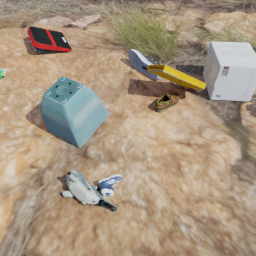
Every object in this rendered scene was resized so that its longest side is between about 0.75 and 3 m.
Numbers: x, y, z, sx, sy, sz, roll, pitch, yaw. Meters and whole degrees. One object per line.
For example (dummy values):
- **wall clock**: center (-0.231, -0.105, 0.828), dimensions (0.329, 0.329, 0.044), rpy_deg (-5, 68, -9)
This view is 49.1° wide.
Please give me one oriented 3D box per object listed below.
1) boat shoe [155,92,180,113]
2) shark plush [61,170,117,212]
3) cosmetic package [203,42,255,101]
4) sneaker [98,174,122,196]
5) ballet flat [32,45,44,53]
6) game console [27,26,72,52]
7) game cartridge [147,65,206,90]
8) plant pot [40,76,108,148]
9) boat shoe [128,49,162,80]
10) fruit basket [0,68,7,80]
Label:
- **boat shoe**: center (1.638, -1.132, 11.198), dimensions (0.517, 0.489, 1.438), rpy_deg (30, 51, 28)
- **shark plush**: center (-1.069, 1.752, 8.101), dimensions (1.845, 0.838, 0.768), rpy_deg (17, 15, 24)
- **cosmetic package**: center (4.235, -2.368, 11.637), dimensions (1.674, 1.673, 2.029), rpy_deg (2, 44, 1)
- **sneaker**: center (-0.465, 1.749, 8.332), dimensions (0.783, 0.315, 0.573), rpy_deg (-12, 57, -24)
- **ballet flat**: center (-4.753, -4.314, 14.612), dimensions (0.516, 0.516, 1.435), rpy_deg (-16, 45, -16)
- **game console**: center (-4.152, -4.649, 14.715), dimensions (1.955, 0.343, 2.211), rpy_deg (2, 39, -33)
- **game cartridge**: center (1.925, -2.034, 11.148), dimensions (1.973, 0.320, 1.739), rpy_deg (17, 7, -20)
- **plant pot**: center (-1.969, -0.727, 9.615), dimensions (1.713, 1.745, 1.709), rpy_deg (25, 62, 25)
- **boat shoe**: center (0.922, -3.021, 13.021), dimensions (0.745, 0.787, 2.250), rpy_deg (-25, 50, -31)
- **fruit basket**: center (-5.974, -2.497, 12.801), dimensions (0.819, 0.414, 0.884), rpy_deg (-10, 29, -11)
